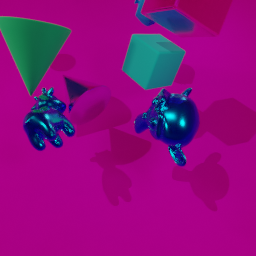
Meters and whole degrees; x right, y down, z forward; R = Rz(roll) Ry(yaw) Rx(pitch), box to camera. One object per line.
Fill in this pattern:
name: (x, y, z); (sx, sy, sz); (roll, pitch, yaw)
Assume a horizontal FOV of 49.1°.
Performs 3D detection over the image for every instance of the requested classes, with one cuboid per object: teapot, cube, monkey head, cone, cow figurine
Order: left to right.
cone: (-2.197, -1.542, 6.474); (1.614, 1.614, 1.620); (8, 101, 5)
cow figurine: (-1.625, -0.230, 5.481); (0.728, 1.327, 1.306); (-41, 79, 17)
cone: (-1.177, -0.864, 6.402); (1.135, 1.135, 1.139); (-35, 67, -20)
teapot: (0.518, -3.243, 7.508); (0.730, 1.492, 0.928); (22, 92, -8)
cube: (0.571, -1.539, 6.442); (0.912, 0.912, 0.912); (-16, 48, -39)
monkey head: (0.769, -0.109, 5.466); (1.013, 1.209, 1.681); (21, 65, -26)
cube: (1.164, -2.511, 5.322); (1.159, 1.159, 1.159); (30, 100, 58)
